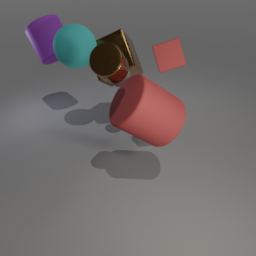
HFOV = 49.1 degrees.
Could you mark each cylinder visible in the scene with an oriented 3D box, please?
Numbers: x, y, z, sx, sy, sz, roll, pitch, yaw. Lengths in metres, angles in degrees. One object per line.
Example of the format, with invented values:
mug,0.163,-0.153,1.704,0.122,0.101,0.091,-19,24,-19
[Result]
cylinder,-3.014,-3.410,10.889,1.400,1.400,1.400,-27,6,3
cylinder,0.478,-0.411,7.020,1.400,1.400,1.400,27,17,-30
cylinder,-0.385,-1.351,5.928,0.700,0.700,0.700,7,-2,12

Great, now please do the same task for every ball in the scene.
ball,-0.271,-1.675,9.051,0.700,0.700,0.700,0,30,0
ball,-1.724,-2.658,9.142,1.400,1.400,1.400,0,30,0

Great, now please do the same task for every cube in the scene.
cube,1.080,-1.890,7.364,0.700,0.700,0.700,-16,8,11
cube,-0.434,-2.489,10.212,1.400,1.400,1.400,-21,-5,14
